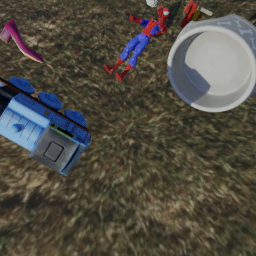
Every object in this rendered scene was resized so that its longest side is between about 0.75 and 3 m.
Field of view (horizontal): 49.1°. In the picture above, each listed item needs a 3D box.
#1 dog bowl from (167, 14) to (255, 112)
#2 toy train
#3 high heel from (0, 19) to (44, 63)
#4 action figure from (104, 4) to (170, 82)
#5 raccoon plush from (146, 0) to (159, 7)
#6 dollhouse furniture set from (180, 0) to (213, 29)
[{"bbox_3d":[1.748,-1.249,5.780,2.059,2.059,0.604,28,44,17],"label":"dog bowl"},{"bbox_3d":[-1.450,-0.104,4.435,1.902,0.825,1.087,32,19,-12],"label":"toy train"},{"bbox_3d":[-2.921,-2.468,8.030,1.363,0.459,0.654,33,85,-11],"label":"high heel"},{"bbox_3d":[0.253,-2.383,7.152,0.736,1.116,2.255,39,85,28],"label":"action figure"},{"bbox_3d":[1.087,-4.477,7.747,1.146,2.368,1.587,14,32,8],"label":"raccoon plush"},{"bbox_3d":[2.152,-4.346,8.093,1.155,2.841,1.529,21,29,-12],"label":"dollhouse furniture set"}]
